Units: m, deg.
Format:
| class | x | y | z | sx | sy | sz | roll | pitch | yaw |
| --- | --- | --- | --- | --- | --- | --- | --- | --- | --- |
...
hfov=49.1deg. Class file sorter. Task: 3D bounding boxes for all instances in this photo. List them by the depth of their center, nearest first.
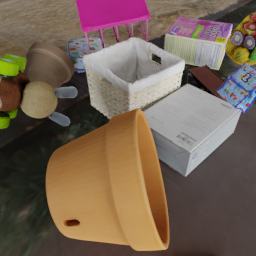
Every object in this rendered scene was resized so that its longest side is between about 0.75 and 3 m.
| class | x | y | z | sx | sy | sz | roll | pitch | yaw |
| --- | --- | --- | --- | --- | --- | --- | --- | --- | --- |
| file sorter | -0.543 | -4.018 | 10.559 | 2.406 | 1.509 | 1.672 | -13 | 65 | -3 |

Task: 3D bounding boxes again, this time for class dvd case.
| class | x | y | z | sx | sy | sz | roll | pitch | yaw |
| --- | --- | --- | --- | --- | --- | --- | --- | --- | --- |
| dvd case | 3.148 | -1.482 | 11.047 | 1.663 | 0.179 | 2.236 | 9 | 41 | 8 |

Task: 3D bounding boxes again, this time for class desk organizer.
| class | x | y | z | sx | sy | sz | roll | pitch | yaw |
| --- | --- | --- | --- | --- | --- | --- | --- | --- | --- |
| desk organizer | 3.040 | -1.463 | 10.335 | 0.809 | 0.753 | 2.100 | -15 | 44 | -14 |

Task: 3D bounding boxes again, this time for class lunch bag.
| class | x | y | z | sx | sy | sz | roll | pitch | yaw |
| --- | --- | --- | --- | --- | --- | --- | --- | --- | --- |
| lunch bag | 2.860 | -1.035 | 6.867 | 0.493 | 1.049 | 0.789 | 19 | 27 | -36 |
| lunch bag | -1.788 | -3.333 | 12.648 | 1.838 | 0.867 | 2.294 | -6 | 41 | -10 |

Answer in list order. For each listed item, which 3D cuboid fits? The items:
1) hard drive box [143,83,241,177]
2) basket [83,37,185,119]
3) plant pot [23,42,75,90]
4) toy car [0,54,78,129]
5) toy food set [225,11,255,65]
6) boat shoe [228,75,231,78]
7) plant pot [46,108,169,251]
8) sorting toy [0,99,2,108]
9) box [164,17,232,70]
| class | x | y | z | sx | sy | sz | roll | pitch | yaw |
| --- | --- | --- | --- | --- | --- | --- | --- | --- | --- |
| hard drive box | 1.847 | -0.093 | 8.817 | 2.730 | 1.048 | 2.128 | -33 | 51 | -31 |
| basket | 0.196 | -1.566 | 9.742 | 2.533 | 2.037 | 2.511 | -30 | 50 | -28 |
| plant pot | -3.230 | -2.017 | 10.641 | 1.900 | 1.900 | 1.657 | 14 | 60 | 15 |
| toy car | -3.027 | -1.010 | 9.199 | 2.540 | 2.087 | 2.004 | 13 | 18 | -13 |
| toy food set | 3.377 | -2.460 | 7.368 | 1.126 | 1.914 | 0.625 | 46 | 40 | 11 |
| boat shoe | 4.739 | -1.954 | 11.342 | 1.294 | 0.401 | 0.466 | 20 | 39 | 13 |
| plant pot | -0.396 | 1.248 | 6.222 | 2.074 | 2.963 | 2.963 | -13 | 40 | 11 |
| sorting toy | -5.034 | -0.610 | 8.467 | 2.968 | 0.541 | 2.748 | -39 | 59 | 14 |
| box | 3.261 | -4.046 | 13.105 | 2.641 | 1.277 | 2.323 | 16 | 44 | 17 |
